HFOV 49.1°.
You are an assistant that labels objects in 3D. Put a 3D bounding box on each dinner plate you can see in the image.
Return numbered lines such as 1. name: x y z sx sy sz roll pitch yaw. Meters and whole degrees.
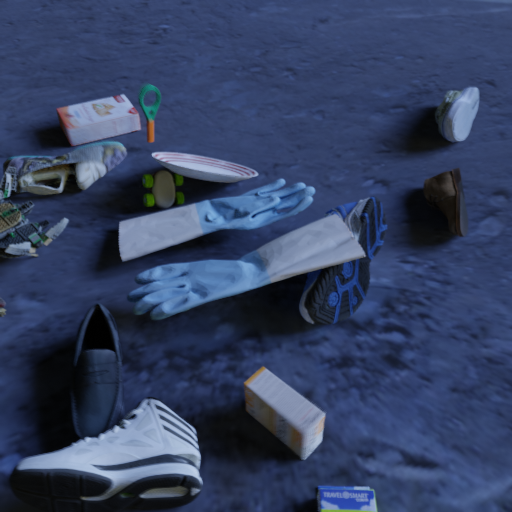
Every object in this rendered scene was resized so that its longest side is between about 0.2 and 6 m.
1. dinner plate: -1.081 -1.831 11.744 2.238 0.271 2.238 9 17 -3

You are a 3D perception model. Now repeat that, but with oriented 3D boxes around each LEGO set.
1. LEGO set: -4.675 -0.108 9.941 2.266 0.989 3.490 11 49 10

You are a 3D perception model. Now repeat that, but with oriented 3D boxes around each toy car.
1. toy car: -2.048 -1.401 11.598 0.791 0.760 0.963 -7 14 -29

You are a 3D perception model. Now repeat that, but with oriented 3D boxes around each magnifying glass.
1. magnifying glass: -2.423 -3.220 12.752 0.522 1.312 0.147 -25 43 -38

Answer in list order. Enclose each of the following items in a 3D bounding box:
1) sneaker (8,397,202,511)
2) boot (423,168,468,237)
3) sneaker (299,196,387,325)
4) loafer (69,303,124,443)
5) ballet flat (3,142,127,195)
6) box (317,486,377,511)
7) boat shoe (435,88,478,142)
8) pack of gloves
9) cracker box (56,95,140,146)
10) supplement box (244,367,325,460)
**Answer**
1. sneaker: -1.843 2.503 7.151 2.267 0.856 1.305 3 32 -8
2. boot: 3.773 -1.012 11.145 0.772 0.753 2.046 -9 35 19
3. sneaker: 1.359 0.098 9.715 1.109 1.090 2.878 -3 37 36
4. loafer: -2.296 1.655 7.949 0.770 0.796 2.268 -6 42 -7
5. ballet flat: -3.971 -1.751 11.839 2.552 0.918 0.918 -11 43 -10
6. box: 1.093 3.227 6.604 0.695 0.271 1.139 2 43 0
7. boat shoe: 4.825 -3.441 13.726 0.793 0.920 2.555 4 31 32
8. pack of gloves: -0.440 -0.080 9.870 3.814 0.752 3.204 -16 33 -5
9. cracker box: -3.865 -3.352 13.740 1.743 0.503 1.167 -19 44 -21
10. supplement box: 0.361 2.104 7.524 1.106 0.697 0.407 32 53 32
